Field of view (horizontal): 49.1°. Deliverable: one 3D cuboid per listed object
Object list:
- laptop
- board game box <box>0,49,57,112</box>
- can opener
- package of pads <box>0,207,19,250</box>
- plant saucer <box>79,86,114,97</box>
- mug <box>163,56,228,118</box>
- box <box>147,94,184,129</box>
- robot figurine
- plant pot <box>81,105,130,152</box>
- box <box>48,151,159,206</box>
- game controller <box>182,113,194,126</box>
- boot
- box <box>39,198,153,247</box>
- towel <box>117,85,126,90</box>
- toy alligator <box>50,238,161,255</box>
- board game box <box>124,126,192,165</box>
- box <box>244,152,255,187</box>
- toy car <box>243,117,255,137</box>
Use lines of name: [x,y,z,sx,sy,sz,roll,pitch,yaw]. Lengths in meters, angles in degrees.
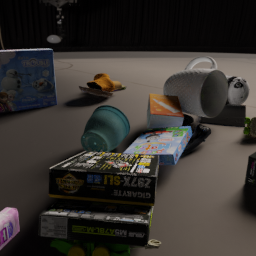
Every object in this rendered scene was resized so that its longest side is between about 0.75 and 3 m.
laptop: [4.103,-0.479,12.149,1.765,1.092,1.885,7,-8,18]
board game box: [-4.864,-2.285,13.250,2.764,2.750,0.599,-12,23,-29]
can opener: [2.173,0.396,9.083,0.547,0.678,1.726,29,39,25]
package of pads: [-2.292,1.840,4.929,0.324,0.515,0.855,6,20,17]
plant saucer: [-1.770,-1.990,15.461,1.961,0.314,1.961,11,7,-1]
mug: [2.773,-1.812,11.630,1.883,2.550,2.236,28,-7,-41]
box: [1.313,-0.475,10.342,1.160,0.909,1.865,5,29,0]
robot figurine: [4.841,-1.934,14.110,2.388,1.794,1.490,18,2,42]
plant pot: [-0.772,0.180,8.664,1.347,1.347,1.266,7,36,20]
box: [-0.335,0.996,6.232,2.005,0.620,2.511,4,4,7]
game controller: [1.811,-0.449,11.783,1.013,0.409,1.941,-26,29,-24]
boot: [-1.759,-2.683,16.462,2.493,0.877,1.785,25,26,39]
box: [-0.451,1.565,5.205,1.797,0.427,1.735,2,0,7]
towel: [-1.232,-2.570,17.881,1.943,0.221,1.396,-12,22,-31]
toy alligator: [-0.354,2.034,4.471,1.761,0.478,0.522,2,0,-1]
board game box: [0.929,0.495,8.391,1.541,0.373,2.038,-4,21,27]
box: [3.633,1.072,6.724,0.926,0.775,1.247,-18,27,-41]
toy car: [4.586,0.013,10.258,0.765,0.735,0.932,7,-9,10]
